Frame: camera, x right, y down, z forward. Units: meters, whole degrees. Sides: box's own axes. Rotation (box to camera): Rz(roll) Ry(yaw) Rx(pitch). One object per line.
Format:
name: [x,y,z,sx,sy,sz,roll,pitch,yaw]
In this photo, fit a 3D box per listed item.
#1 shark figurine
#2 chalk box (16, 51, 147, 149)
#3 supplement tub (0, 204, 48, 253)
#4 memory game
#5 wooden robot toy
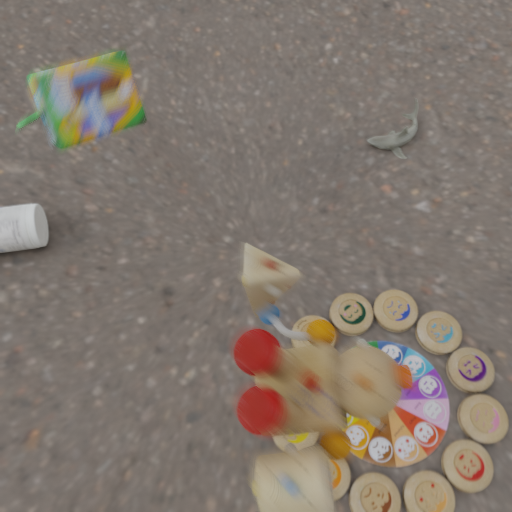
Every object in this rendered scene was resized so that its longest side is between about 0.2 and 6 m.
shark figurine: [2.764,-2.345,10.425,1.242,0.518,0.742,-40,70,-17]
chalk box: [-2.308,-1.944,7.076,1.474,0.914,0.920,-23,25,-21]
supplement tub: [-4.126,-0.437,9.275,1.138,0.751,0.751,-8,63,-4]
memory game: [1.900,2.113,8.231,3.529,0.225,3.529,0,62,0]
wooden robot toy: [0.695,1.340,5.098,1.484,1.440,3.270,-10,70,11]
